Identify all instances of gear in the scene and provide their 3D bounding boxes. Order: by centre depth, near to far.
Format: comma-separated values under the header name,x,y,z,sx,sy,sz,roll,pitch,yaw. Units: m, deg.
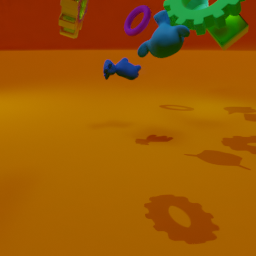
name,x,y,z,sx,sy,sz,roll,pitch,yaw
gear,-0.721,-1.910,4.051,0.216,1.167,1.167,16,16,-7
gear,1.850,-3.133,6.894,1.907,1.907,0.353,11,-22,31

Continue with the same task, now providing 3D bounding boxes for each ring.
name,x,y,z,sx,sy,sz,roll,pitch,yaw
ring,0.361,-4.188,10.939,0.258,1.291,1.291,26,-4,-42

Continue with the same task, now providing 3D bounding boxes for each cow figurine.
name,x,y,z,sx,sy,sz,roll,pitch,yaw
cow figurine,-0.180,-1.503,7.350,0.923,0.507,0.909,28,40,9

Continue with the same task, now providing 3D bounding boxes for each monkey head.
name,x,y,z,sx,sy,sz,roll,pitch,yaw
monkey head,0.782,-2.041,6.136,1.316,0.947,0.793,-15,20,38

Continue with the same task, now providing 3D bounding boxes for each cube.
name,x,y,z,sx,sy,sz,roll,pitch,yaw
cube,3.290,-3.356,9.383,1.013,1.013,1.013,-39,-8,22

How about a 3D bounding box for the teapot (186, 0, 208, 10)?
name,x,y,z,sx,sy,sz,roll,pitch,yaw
teapot,2.496,-4.511,10.506,1.726,0.845,1.073,-6,-25,-37
